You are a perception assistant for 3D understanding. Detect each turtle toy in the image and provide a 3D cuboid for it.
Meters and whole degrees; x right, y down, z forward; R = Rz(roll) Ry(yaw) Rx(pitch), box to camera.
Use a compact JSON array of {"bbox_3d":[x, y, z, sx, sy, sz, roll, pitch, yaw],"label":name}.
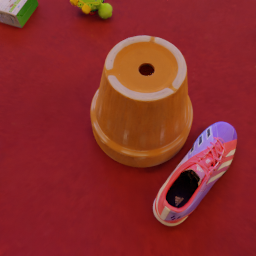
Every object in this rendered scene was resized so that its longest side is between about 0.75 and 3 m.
[{"bbox_3d":[-1.041,-3.819,8.494,1.319,0.667,0.961,40,93,14],"label":"turtle toy"}]

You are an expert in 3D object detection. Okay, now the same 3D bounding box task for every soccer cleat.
[{"bbox_3d":[1.585,0.839,6.009,0.964,1.035,2.827,37,69,17],"label":"soccer cleat"}]

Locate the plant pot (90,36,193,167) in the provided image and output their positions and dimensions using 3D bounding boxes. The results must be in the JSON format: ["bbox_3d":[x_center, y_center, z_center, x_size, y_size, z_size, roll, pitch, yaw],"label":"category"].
[{"bbox_3d":[0.312,-0.637,6.070,2.426,2.221,2.426,0,64,0],"label":"plant pot"}]

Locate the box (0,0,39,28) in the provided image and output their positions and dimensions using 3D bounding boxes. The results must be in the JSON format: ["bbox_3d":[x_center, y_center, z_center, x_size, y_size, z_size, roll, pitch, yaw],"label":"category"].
[{"bbox_3d":[-3.483,-3.740,8.529,0.990,0.543,1.122,17,65,8],"label":"box"}]
